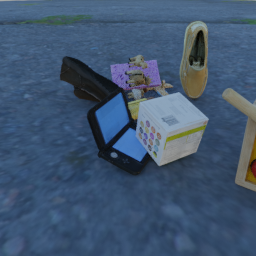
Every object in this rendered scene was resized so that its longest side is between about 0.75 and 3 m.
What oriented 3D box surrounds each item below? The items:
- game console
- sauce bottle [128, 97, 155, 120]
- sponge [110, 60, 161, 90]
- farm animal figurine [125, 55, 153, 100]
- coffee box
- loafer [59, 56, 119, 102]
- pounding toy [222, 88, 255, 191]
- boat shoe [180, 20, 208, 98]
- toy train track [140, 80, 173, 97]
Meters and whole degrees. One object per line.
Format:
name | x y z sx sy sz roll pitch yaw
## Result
game console | 0.013 0.003 6.174 1.425 0.943 1.621 27 37 13
sauce bottle | 0.488 -0.569 7.730 1.554 0.513 0.513 -15 33 -22
sponge | 0.263 -1.793 9.594 1.622 0.905 0.242 -8 -9 -3
farm animal figurine | 0.378 -1.580 8.623 0.717 1.376 1.361 -6 9 15
coffee box | 0.891 0.007 6.054 1.031 1.020 1.029 -17 47 -24
loafer | -1.147 -1.245 8.710 2.619 0.934 0.956 39 23 25
pounding toy | 2.762 0.225 4.617 2.132 2.316 1.647 19 46 30
boat shoe | 1.987 -1.857 8.305 0.855 2.386 0.909 -6 33 6
toy train track | 1.120 -1.349 9.439 1.228 0.348 2.141 -9 32 -16
